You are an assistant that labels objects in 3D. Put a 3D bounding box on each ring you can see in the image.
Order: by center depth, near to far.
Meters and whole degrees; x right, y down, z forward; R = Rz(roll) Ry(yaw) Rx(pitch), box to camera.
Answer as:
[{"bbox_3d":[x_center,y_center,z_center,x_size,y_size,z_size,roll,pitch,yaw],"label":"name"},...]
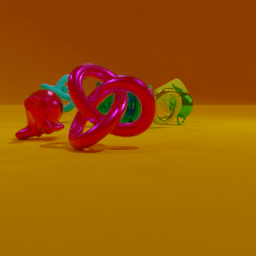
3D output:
[{"bbox_3d":[1.159,-0.656,8.641,1.218,1.218,0.244,-3,28,-34],"label":"ring"}]

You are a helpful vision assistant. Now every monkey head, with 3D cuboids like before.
[{"bbox_3d":[-1.953,-0.299,6.053,1.153,0.965,1.602,-17,7,-2],"label":"monkey head"}]

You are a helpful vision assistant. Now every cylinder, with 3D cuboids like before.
[{"bbox_3d":[1.788,-1.342,11.533,1.042,1.042,1.042,-29,8,-3],"label":"cylinder"}]

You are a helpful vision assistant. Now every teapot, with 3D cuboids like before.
[{"bbox_3d":[1.843,-0.869,10.060,0.745,1.522,0.946,0,-8,-24],"label":"teapot"}]

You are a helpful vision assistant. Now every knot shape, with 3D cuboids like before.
[{"bbox_3d":[-0.477,-0.289,4.866,1.661,1.554,0.767,35,-8,19],"label":"knot shape"},{"bbox_3d":[-2.462,-1.474,11.221,1.738,0.803,1.627,36,47,13],"label":"knot shape"}]

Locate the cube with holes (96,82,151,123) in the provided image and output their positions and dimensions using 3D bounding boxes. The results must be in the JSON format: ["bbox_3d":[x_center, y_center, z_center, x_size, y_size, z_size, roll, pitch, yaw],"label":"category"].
[{"bbox_3d":[-0.105,-0.750,9.197,1.399,1.399,1.399,2,5,20],"label":"cube with holes"}]
